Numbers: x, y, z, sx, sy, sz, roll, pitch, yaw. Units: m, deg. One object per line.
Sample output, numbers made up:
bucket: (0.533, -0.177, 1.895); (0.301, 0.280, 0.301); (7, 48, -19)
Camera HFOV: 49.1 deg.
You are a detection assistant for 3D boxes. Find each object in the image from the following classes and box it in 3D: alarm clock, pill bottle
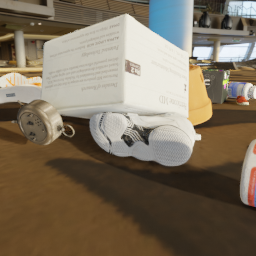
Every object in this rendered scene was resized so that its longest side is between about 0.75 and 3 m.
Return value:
alarm clock: (-1.681, -0.063, 5.645); (1.348, 0.909, 0.449); (12, 32, 17)
pill bottle: (5.391, -1.755, 13.208); (0.775, 0.775, 1.383); (-13, 20, -41)
pill bottle: (2.287, 0.690, 3.368); (1.613, 0.905, 0.905); (11, 18, 33)

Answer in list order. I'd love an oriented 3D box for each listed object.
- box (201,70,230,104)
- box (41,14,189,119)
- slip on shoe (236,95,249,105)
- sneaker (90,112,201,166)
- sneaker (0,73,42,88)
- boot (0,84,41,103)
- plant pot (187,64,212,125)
box: (3.813, -1.906, 12.549); (1.155, 1.380, 1.857); (7, 16, 25)
box: (-0.263, -1.148, 6.904); (2.692, 1.759, 2.678); (-2, -5, 38)
slip on shoe: (4.792, -1.157, 11.769); (0.402, 0.332, 1.084); (4, 16, 7)
sneaker: (0.382, 0.098, 5.881); (2.280, 0.857, 1.310); (14, 19, 28)
sneaker: (-5.792, -2.276, 14.834); (1.115, 1.130, 2.886); (5, 5, 22)
boot: (-4.730, -1.581, 12.336); (2.317, 0.843, 1.047); (0, 20, 2)
plant pot: (1.471, -1.088, 8.552); (2.122, 1.485, 2.122); (-5, 20, 2)
